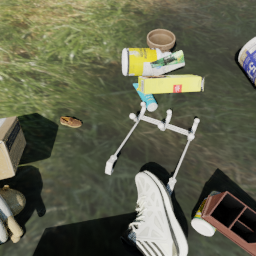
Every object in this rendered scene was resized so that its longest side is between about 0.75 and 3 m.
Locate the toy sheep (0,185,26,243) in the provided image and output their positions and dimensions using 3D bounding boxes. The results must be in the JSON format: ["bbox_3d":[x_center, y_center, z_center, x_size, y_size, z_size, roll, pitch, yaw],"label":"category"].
[{"bbox_3d":[-3.739,2.392,6.734,1.871,1.871,2.713,36,46,24],"label":"toy sheep"}]

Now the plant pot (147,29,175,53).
[{"bbox_3d":[1.323,-3.311,11.524,1.149,1.002,1.149,0,51,0],"label":"plant pot"}]

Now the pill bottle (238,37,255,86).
[{"bbox_3d":[5.344,-2.001,10.158,1.603,1.603,2.678,-11,54,-8],"label":"pill bottle"}]

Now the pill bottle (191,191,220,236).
[{"bbox_3d":[2.216,2.259,7.511,0.621,0.621,1.102,29,56,21],"label":"pill bottle"}]

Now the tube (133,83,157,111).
[{"bbox_3d":[0.664,-1.224,10.375,0.572,0.372,1.477,-3,44,-20],"label":"tube"}]

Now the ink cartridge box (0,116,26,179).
[{"bbox_3d":[-4.522,0.708,7.753,2.863,1.075,2.358,-13,22,-9],"label":"ink cartridge box"}]

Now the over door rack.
[{"bbox_3d":[0.857,0.446,8.705,2.109,0.951,2.855,20,55,15],"label":"over door rack"}]

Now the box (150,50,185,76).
[{"bbox_3d":[1.424,-2.292,10.017,1.176,0.849,0.214,-21,72,10],"label":"box"}]

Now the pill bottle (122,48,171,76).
[{"bbox_3d":[0.721,-2.547,10.818,1.852,1.038,1.038,-2,53,-6],"label":"pill bottle"}]

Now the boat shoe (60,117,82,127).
[{"bbox_3d":[-1.974,-0.218,9.631,0.761,0.257,0.274,11,53,8],"label":"boat shoe"}]

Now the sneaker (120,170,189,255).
[{"bbox_3d":[0.392,2.227,7.146,1.429,0.937,2.484,-7,51,-24],"label":"sneaker"}]

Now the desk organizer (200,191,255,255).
[{"bbox_3d":[2.831,2.404,6.894,1.893,0.729,0.679,36,58,-3],"label":"desk organizer"}]

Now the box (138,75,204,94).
[{"bbox_3d":[1.548,-1.595,10.097,2.233,0.560,0.841,-4,18,-15],"label":"box"}]
